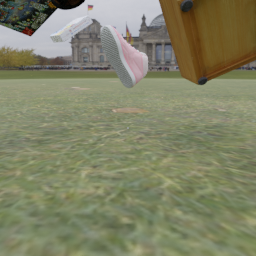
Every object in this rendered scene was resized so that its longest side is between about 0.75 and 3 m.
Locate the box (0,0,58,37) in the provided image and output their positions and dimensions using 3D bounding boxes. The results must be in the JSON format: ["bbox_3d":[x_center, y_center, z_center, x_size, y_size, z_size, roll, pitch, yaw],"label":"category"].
[{"bbox_3d":[-2.423,-3.288,6.874,2.196,0.438,1.504,-31,-19,29],"label":"box"}]

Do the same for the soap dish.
[{"bbox_3d":[2.057,-2.450,6.260,2.306,2.931,1.191,-23,51,8],"label":"soap dish"}]

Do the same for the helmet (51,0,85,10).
[{"bbox_3d":[-1.388,-3.142,6.130,0.887,0.846,0.887,-23,-4,-2],"label":"helmet"}]

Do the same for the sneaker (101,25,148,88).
[{"bbox_3d":[-0.052,-2.562,9.646,1.140,2.182,0.821,-36,17,-33],"label":"sneaker"}]

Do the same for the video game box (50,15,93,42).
[{"bbox_3d":[-2.186,-3.734,10.630,1.353,0.348,1.486,-37,28,-14],"label":"video game box"}]
